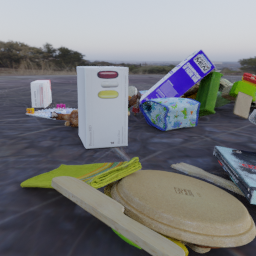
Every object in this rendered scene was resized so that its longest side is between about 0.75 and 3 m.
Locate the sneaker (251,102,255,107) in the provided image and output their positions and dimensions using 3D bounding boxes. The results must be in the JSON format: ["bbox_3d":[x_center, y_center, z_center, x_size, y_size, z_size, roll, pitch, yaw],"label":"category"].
[{"bbox_3d":[5.477,-1.204,12.417,0.632,0.496,1.272,-7,13,-13],"label":"sneaker"}]

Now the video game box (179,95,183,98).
[{"bbox_3d":[2.882,-1.736,15.308,0.857,0.201,0.781,3,16,13],"label":"video game box"}]

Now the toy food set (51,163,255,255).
[{"bbox_3d":[0.549,0.956,3.283,1.752,0.509,2.538,20,12,41],"label":"toy food set"}]

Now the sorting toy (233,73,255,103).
[{"bbox_3d":[5.446,-1.515,11.209,2.306,0.807,2.320,21,23,13],"label":"sorting toy"}]

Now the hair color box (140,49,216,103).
[{"bbox_3d":[1.695,-1.598,10.027,2.667,0.864,1.458,-41,7,13],"label":"hair color box"}]

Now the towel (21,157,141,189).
[{"bbox_3d":[-0.742,0.633,3.855,0.814,0.171,1.891,-15,2,-44],"label":"towel"}]

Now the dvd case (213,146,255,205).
[{"bbox_3d":[2.198,0.719,4.168,1.429,0.215,1.958,9,13,3],"label":"dvd case"}]

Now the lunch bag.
[{"bbox_3d":[1.197,-0.511,8.404,1.236,0.926,1.454,-7,24,-28],"label":"lunch bag"}]

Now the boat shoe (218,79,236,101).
[{"bbox_3d":[4.719,-1.927,14.333,0.930,1.079,2.958,0,20,-21],"label":"boat shoe"}]

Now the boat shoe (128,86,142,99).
[{"bbox_3d":[-0.379,-1.519,13.222,2.195,0.789,0.653,-2,-16,36],"label":"boat shoe"}]

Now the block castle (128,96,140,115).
[{"bbox_3d":[-0.372,-0.702,9.837,0.969,0.681,1.451,27,34,37],"label":"block castle"}]

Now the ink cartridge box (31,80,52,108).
[{"bbox_3d":[-3.838,-1.516,12.359,0.635,1.097,1.883,-2,13,-7],"label":"ink cartridge box"}]

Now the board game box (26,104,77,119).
[{"bbox_3d":[-2.610,-0.653,10.555,1.751,0.227,1.752,9,16,36],"label":"board game box"}]

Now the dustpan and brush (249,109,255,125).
[{"bbox_3d":[3.305,0.287,5.119,2.055,0.843,2.945,33,26,24],"label":"dustpan and brush"}]

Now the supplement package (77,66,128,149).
[{"bbox_3d":[-0.648,-0.558,6.667,0.984,1.775,1.383,-4,14,-16],"label":"supplement package"}]

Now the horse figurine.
[{"bbox_3d":[-0.978,-0.441,8.401,2.625,0.655,1.739,-13,4,-15],"label":"horse figurine"}]

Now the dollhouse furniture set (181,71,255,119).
[{"bbox_3d":[3.094,-0.863,10.647,1.854,1.420,2.829,18,-10,-15],"label":"dollhouse furniture set"}]

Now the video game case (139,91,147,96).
[{"bbox_3d":[1.829,-1.959,15.552,2.912,0.254,2.082,-8,13,-13],"label":"video game case"}]
